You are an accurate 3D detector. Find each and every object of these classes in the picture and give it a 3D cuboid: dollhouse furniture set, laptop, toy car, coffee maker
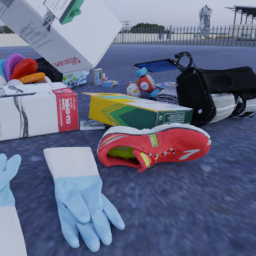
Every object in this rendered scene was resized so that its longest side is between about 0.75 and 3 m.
[{"bbox_3d":[-1.055,-2.733,15.095,1.263,0.824,1.192,11,23,27],"label":"dollhouse furniture set"},{"bbox_3d":[1.970,-2.102,12.287,2.743,1.417,2.431,52,21,13],"label":"laptop"},{"bbox_3d":[0.437,-1.702,12.144,1.395,1.285,1.234,-33,11,0],"label":"toy car"},{"bbox_3d":[-4.543,-2.150,11.773,2.465,1.848,2.157,18,26,21],"label":"toy car"},{"bbox_3d":[2.952,-1.341,9.045,2.451,2.355,1.651,-11,11,-31],"label":"coffee maker"}]

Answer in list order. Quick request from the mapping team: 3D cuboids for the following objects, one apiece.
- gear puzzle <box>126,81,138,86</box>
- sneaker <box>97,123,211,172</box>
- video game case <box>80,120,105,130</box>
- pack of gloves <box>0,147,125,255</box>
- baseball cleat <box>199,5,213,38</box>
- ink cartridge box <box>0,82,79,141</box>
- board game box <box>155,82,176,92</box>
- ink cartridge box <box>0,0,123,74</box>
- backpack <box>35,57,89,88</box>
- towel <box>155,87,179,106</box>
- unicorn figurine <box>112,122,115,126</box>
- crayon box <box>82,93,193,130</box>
[{"bbox_3d":[0.616,-2.463,15.254,0.793,0.201,1.531,13,24,32],"label":"gear puzzle"},{"bbox_3d":[0.543,0.561,6.229,2.553,0.983,1.084,-4,29,13],"label":"sneaker"},{"bbox_3d":[-1.146,-0.107,8.963,0.763,0.089,0.694,-3,21,-8],"label":"video game case"},{"bbox_3d":[-1.574,1.278,4.886,2.490,0.585,2.964,1,24,-22],"label":"pack of gloves"},{"bbox_3d":[2.767,-3.802,9.914,0.388,1.112,0.592,-8,-8,-18],"label":"baseball cleat"},{"bbox_3d":[-3.204,-0.586,8.643,2.859,1.197,2.063,-10,22,-25],"label":"ink cartridge box"},{"bbox_3d":[2.137,-1.825,13.304,1.315,0.335,1.943,-11,23,-28],"label":"board game box"},{"bbox_3d":[-1.752,-2.465,5.648,1.168,2.771,2.024,-56,30,-13],"label":"ink cartridge box"},{"bbox_3d":[-3.315,-2.970,14.373,2.351,2.215,2.881,11,42,31],"label":"backpack"},{"bbox_3d":[1.980,-1.217,11.183,1.525,0.653,1.263,8,22,21],"label":"towel"},{"bbox_3d":[0.142,0.309,7.416,1.278,0.472,0.878,14,13,-5],"label":"unicorn figurine"},{"bbox_3d":[0.184,-0.477,8.546,2.979,0.768,1.873,18,16,39],"label":"crayon box"}]
